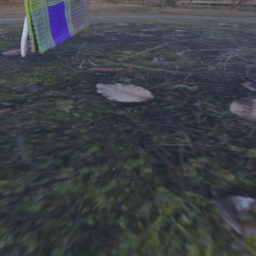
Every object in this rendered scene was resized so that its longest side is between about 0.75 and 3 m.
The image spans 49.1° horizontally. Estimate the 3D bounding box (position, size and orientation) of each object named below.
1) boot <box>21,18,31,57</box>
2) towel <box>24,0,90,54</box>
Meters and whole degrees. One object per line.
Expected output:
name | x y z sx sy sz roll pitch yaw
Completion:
boot | -2.982 -2.829 8.793 0.573 1.269 0.462 9 5 -11
towel | -1.526 -2.883 6.487 0.283 1.782 2.482 13 33 14
